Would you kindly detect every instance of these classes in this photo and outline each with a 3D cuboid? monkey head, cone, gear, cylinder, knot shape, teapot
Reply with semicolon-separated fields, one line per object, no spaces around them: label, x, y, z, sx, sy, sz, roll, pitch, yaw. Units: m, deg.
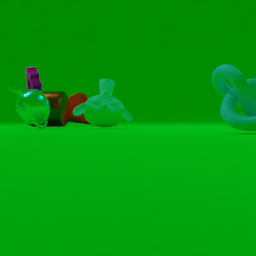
monkey head;-0.670;-0.663;7.973;1.744;1.254;1.051;7;-23;-7
cone;-1.959;-0.546;12.805;1.576;1.571;1.571;39;23;29
gear;-2.791;-1.141;8.368;0.247;1.337;1.337;-12;6;-25
cylinder;-3.131;-0.744;10.947;1.377;1.377;1.377;0;1;5
knot shape;1.713;-0.466;4.177;1.244;1.164;0.575;-25;-20;-52
teapot;-2.489;-0.553;7.090;0.720;1.471;0.915;-17;-27;-49
